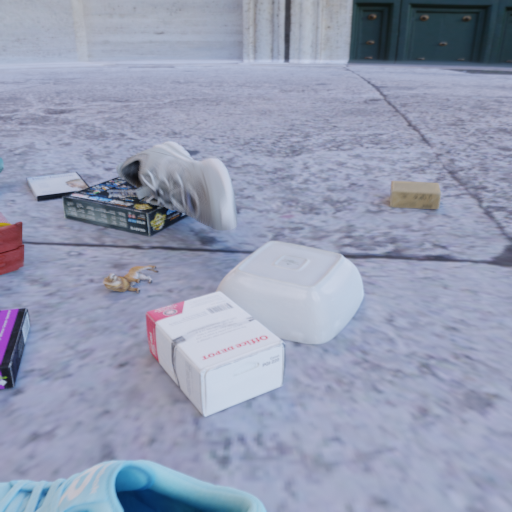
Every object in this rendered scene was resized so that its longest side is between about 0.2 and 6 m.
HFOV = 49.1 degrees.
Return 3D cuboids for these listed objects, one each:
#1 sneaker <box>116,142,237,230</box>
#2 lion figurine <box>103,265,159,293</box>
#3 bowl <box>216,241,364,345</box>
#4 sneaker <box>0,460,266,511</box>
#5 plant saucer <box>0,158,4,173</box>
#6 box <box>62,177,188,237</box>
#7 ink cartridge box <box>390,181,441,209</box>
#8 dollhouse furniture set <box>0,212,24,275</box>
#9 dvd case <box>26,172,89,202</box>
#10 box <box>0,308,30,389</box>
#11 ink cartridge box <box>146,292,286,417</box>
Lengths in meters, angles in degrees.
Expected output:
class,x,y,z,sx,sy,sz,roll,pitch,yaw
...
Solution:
class,x,y,z,sx,sy,sz,roll,pitch,yaw
sneaker,-1.407,-1.106,9.787,1.302,1.186,3.175,-21,30,-27
lion figurine,-1.852,0.324,8.311,0.507,0.300,0.828,9,18,19
bowl,0.476,0.380,7.688,1.820,0.679,1.818,13,28,24
sneaker,-1.139,1.797,3.910,2.703,1.108,0.999,3,23,7
plant saucer,-5.918,-1.757,12.449,0.176,0.979,0.979,40,16,-18
box,-2.445,-1.040,11.098,2.114,0.486,1.680,12,26,25
ink cartridge box,3.336,-1.287,11.796,0.999,0.375,0.823,4,22,13
dollhouse furniture set,-4.656,-0.143,8.214,2.145,0.872,1.154,-23,49,-40
dvd case,-4.524,-1.610,12.824,1.185,0.146,1.661,-12,26,-25
box,-3.681,1.132,6.381,1.914,0.345,1.368,-4,23,-12
ink cartridge box,-0.476,1.033,6.274,1.034,0.602,1.419,-14,26,-30
